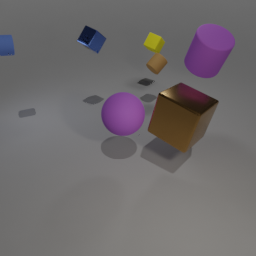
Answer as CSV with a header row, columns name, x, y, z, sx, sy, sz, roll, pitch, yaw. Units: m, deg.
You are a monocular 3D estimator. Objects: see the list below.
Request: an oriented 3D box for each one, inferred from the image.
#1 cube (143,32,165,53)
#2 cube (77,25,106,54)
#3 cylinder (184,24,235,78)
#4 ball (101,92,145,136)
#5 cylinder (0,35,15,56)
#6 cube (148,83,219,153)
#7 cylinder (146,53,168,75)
name,x,y,z,sx,sy,sz,roll,pitch,yaw
cube,1.325,-4.252,14.072,0.700,0.700,0.700,31,7,23
cube,-1.435,-3.512,11.130,0.700,0.700,0.700,34,6,30
cylinder,2.938,-2.794,10.231,1.400,1.400,1.400,5,56,-8
ball,-0.158,-0.444,8.973,1.400,1.400,1.400,0,31,0
cylinder,-4.391,-2.881,9.781,0.700,0.700,0.700,-10,33,-24
cube,1.675,-0.361,8.611,1.400,1.400,1.400,32,38,24
cylinder,1.286,-2.878,12.528,0.700,0.700,0.700,-50,44,-1
